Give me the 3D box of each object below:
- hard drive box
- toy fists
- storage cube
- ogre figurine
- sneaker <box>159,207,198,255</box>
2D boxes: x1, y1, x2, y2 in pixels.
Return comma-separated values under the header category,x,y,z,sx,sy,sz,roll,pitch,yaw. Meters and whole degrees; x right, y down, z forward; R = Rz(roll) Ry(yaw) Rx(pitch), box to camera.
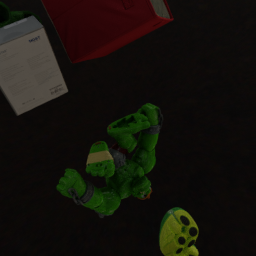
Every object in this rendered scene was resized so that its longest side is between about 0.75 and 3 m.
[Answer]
category,x,y,z,sx,sy,sz,roll,pitch,yaw
hard drive box,-2.291,-1.336,6.237,1.363,1.749,0.672,-29,51,-16
toy fists,-3.372,-2.767,7.390,1.141,2.238,0.770,5,101,21
storage cube,-0.481,-3.140,6.894,2.295,2.553,2.182,-22,101,23
ogre figurine,-0.094,0.558,4.325,0.948,1.158,1.932,5,44,25
sneaker,0.696,1.619,4.307,0.598,1.615,0.675,-25,49,-7
